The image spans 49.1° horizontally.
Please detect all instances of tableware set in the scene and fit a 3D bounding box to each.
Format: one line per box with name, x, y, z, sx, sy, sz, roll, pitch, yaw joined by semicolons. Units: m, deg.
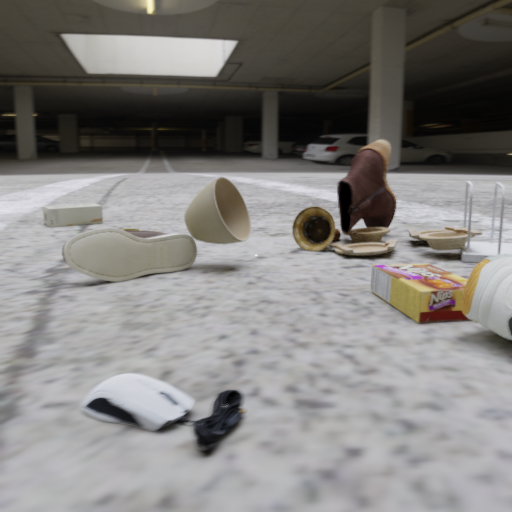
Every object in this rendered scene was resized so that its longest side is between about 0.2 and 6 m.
tableware set;3.044;-0.401;11.574;3.134;0.364;2.618;-3;9;7

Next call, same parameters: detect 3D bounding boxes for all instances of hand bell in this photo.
hand bell;1.529;-0.501;12.087;0.927;0.927;1.780;5;-1;26

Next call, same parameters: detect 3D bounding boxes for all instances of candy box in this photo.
candy box;2.213;0.451;7.373;0.900;0.436;1.543;-1;12;-10

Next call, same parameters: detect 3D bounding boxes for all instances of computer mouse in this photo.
computer mouse;-0.762;1.112;4.264;1.332;0.292;0.731;5;13;23

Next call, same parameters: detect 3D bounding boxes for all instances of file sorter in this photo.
file sorter;5.085;-0.638;10.488;2.290;1.426;1.589;4;12;17

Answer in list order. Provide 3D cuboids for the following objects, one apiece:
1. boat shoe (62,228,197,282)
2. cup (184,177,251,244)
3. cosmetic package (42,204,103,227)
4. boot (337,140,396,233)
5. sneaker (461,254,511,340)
boat shoe;-2.091;-0.061;9.121;2.329;0.837;0.693;-4;7;-42
cup;-0.732;-0.668;9.635;0.830;1.160;1.160;-20;2;25
cosmetic package;-5.043;-1.124;15.418;1.456;0.518;0.766;-6;12;-30
boot;2.346;-1.113;12.488;0.933;2.579;2.146;17;45;28
sneaker;3.604;0.531;6.108;2.754;1.042;1.207;-10;28;-24
